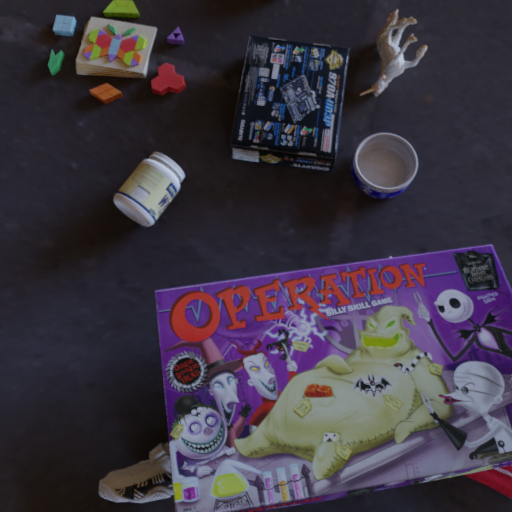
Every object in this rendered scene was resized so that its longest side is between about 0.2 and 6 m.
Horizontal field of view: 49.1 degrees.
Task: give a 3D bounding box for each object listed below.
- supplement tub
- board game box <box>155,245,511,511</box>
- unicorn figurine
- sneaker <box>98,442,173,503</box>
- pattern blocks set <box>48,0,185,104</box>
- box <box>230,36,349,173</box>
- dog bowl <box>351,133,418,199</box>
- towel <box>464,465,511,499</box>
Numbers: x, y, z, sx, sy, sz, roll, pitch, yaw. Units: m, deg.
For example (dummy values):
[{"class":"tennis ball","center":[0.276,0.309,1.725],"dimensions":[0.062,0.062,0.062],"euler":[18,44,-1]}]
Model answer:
[{"class":"supplement tub","center":[-1.806,-1.134,9.539],"dimensions":[0.796,0.796,1.098],"euler":[32,75,10]},{"class":"board game box","center":[1.339,1.650,7.955],"dimensions":[5.268,0.851,3.162],"euler":[-8,58,-6]},{"class":"unicorn figurine","center":[2.532,-3.693,10.370],"dimensions":[0.619,1.151,1.676],"euler":[27,48,-22]},{"class":"sneaker","center":[-1.100,2.758,8.269],"dimensions":[2.446,0.919,1.406],"euler":[-8,71,-7]},{"class":"pattern blocks set","center":[-2.682,-3.974,10.758],"dimensions":[2.592,0.210,2.278],"euler":[-4,72,-1]},{"class":"box","center":[0.624,-2.793,10.197],"dimensions":[1.882,0.545,2.367],"euler":[8,72,2]},{"class":"dog bowl","center":[2.243,-1.579,9.873],"dimensions":[1.101,0.434,1.101],"euler":[0,73,0]},{"class":"towel","center":[3.910,2.535,8.666],"dimensions":[1.569,0.244,2.169],"euler":[22,72,9]}]
